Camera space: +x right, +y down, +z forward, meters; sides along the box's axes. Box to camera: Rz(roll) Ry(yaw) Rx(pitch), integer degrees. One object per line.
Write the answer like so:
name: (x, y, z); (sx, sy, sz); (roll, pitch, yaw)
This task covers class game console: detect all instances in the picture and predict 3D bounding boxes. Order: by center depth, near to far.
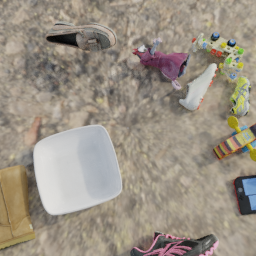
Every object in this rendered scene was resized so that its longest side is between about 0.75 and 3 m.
game console: (4.003, 2.040, 8.701); (1.303, 0.202, 1.153); (-6, 70, -2)

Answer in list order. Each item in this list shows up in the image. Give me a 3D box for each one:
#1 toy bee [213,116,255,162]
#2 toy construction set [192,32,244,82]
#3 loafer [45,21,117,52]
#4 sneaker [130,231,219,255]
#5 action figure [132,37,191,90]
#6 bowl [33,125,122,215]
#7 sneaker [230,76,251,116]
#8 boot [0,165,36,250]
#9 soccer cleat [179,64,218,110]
toy bee: (3.815, 0.136, 8.832); (1.537, 1.276, 2.347); (39, 75, 15)
toy construction set: (3.244, -2.713, 10.087); (2.079, 0.958, 1.363); (33, 74, 0)
loafer: (-1.609, -2.928, 9.278); (2.601, 0.935, 0.818); (17, 52, 28)
sneaker: (1.249, 3.402, 7.883); (2.620, 1.035, 1.249); (-20, 60, -8)
action figure: (1.110, -2.401, 10.044); (2.096, 1.404, 1.561); (15, 108, 13)
bowl: (-1.515, 1.284, 8.602); (2.423, 0.906, 2.426); (-15, 72, -6)
sneaker: (3.855, -1.154, 9.667); (0.569, 0.562, 1.490); (8, 69, 2)
boot: (-3.850, 2.434, 8.313); (1.957, 0.739, 2.235); (-13, 71, -18)
soccer cleat: (2.480, -1.524, 9.763); (0.760, 0.679, 1.960); (27, 75, 12)
